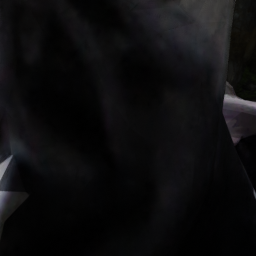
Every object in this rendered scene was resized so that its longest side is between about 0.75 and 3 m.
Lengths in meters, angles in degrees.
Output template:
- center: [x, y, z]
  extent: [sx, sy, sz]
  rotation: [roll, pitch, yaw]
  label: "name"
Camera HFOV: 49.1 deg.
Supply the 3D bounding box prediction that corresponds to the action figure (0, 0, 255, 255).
- center: [0.617, 0.005, 0.220]
  extent: [2.248, 1.147, 1.336]
  rotation: [2, 15, 2]
  label: "action figure"
